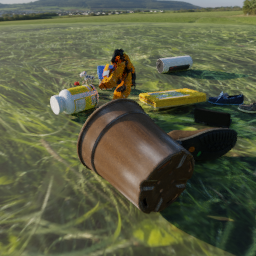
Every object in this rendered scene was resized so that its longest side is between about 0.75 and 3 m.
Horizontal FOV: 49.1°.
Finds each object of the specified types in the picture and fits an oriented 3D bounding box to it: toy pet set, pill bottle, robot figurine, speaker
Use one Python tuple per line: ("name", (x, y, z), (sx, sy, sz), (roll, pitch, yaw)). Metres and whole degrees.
("toy pet set", (-1.747, -2.487, 14.027), (2.052, 1.167, 2.198), (-4, 27, -8))
("pill bottle", (-2.175, -1.134, 11.422), (1.802, 1.009, 1.009), (-20, 33, -36))
("robot figurine", (-0.373, -2.215, 12.004), (0.763, 1.900, 2.620), (-13, 38, 27))
("speaker", (2.868, -3.955, 17.367), (2.183, 0.886, 0.886), (-12, 28, -23))

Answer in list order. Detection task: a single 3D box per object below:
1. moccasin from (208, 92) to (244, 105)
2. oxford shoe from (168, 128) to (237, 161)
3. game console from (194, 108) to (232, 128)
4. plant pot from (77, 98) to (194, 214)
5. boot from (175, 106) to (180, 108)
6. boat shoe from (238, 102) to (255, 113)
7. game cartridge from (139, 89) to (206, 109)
("moccasin", (4.345, -1.351, 12.433), (1.511, 0.515, 0.608), (0, 26, 0))
("oxford shoe", (1.906, 0.376, 8.328), (2.820, 1.025, 1.190), (-8, 26, -15))
("game console", (3.177, -0.495, 10.409), (1.297, 0.755, 1.140), (13, 29, 24))
("plant pot", (0.242, 0.723, 6.656), (2.167, 2.167, 2.146), (-18, 40, -32))
("boot", (2.045, -1.073, 12.229), (0.496, 0.263, 0.754), (10, 17, 26))
("boat shoe", (5.303, -0.881, 11.516), (1.438, 0.473, 0.514), (7, 27, 15))
("game cartridge", (1.903, -1.329, 12.060), (2.362, 0.383, 2.082), (-11, 17, -13))
